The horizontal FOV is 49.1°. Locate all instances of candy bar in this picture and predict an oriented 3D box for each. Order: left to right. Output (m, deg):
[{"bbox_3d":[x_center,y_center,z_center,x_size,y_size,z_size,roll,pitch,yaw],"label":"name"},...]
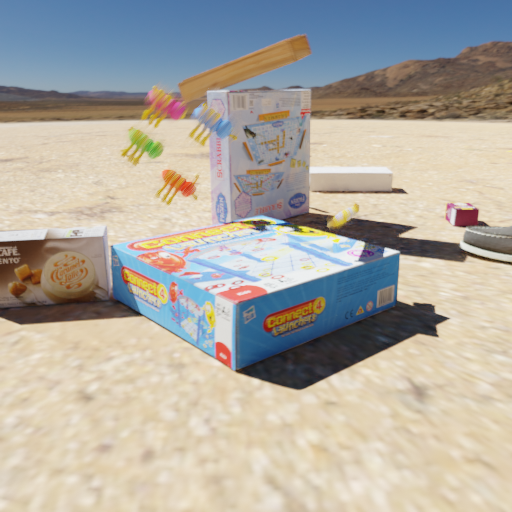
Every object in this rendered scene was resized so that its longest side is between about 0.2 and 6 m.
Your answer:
[{"bbox_3d":[1.157,-0.526,7.295,0.119,0.268,1.074,48,23,6],"label":"candy bar"}]

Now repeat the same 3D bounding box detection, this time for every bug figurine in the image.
[{"bbox_3d":[-1.304,-1.889,9.240,1.607,2.072,0.533,36,40,-4],"label":"bug figurine"}]

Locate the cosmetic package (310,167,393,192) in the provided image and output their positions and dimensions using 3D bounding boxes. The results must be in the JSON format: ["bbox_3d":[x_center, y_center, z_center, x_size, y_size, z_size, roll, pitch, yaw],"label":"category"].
[{"bbox_3d":[2.589,-2.137,15.658,2.252,0.570,0.929,0,17,2],"label":"cosmetic package"}]

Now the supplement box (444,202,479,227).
[{"bbox_3d":[4.344,-0.882,11.872,0.497,0.392,0.760,1,17,2],"label":"supplement box"}]

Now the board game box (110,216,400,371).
[{"bbox_3d":[-0.046,0.263,7.435,2.782,0.778,2.724,-14,23,-39],"label":"board game box"}]

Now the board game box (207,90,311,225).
[{"bbox_3d":[0.150,-2.032,11.629,0.564,2.733,2.739,12,20,38],"label":"board game box"}]

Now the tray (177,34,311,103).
[{"bbox_3d":[-0.232,-3.684,10.991,2.424,0.449,1.196,-13,20,27],"label":"tray"}]

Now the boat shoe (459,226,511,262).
[{"bbox_3d":[4.871,-0.315,9.204,2.850,0.858,1.016,7,19,23],"label":"boat shoe"}]

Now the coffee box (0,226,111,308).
[{"bbox_3d":[-2.863,0.132,7.593,1.666,0.953,0.664,-2,17,-10],"label":"coffee box"}]
